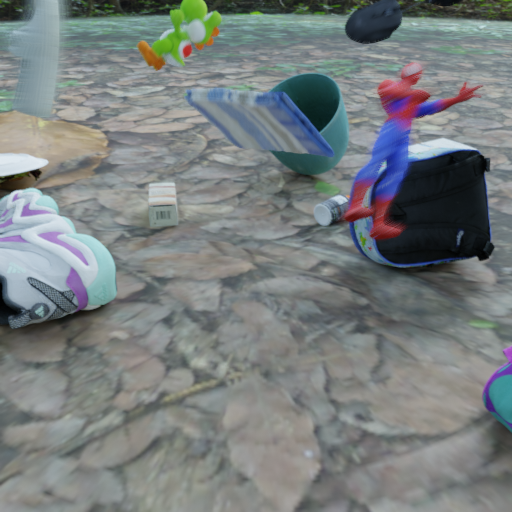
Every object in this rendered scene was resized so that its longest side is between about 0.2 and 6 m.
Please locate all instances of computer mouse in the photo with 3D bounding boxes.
[{"bbox_3d":[2.736,-4.528,10.242,2.280,0.668,0.388,-20,-3,11],"label":"computer mouse"}]

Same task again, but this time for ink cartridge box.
[{"bbox_3d":[4.007,-1.912,12.527,1.396,1.028,1.010,-18,34,-28],"label":"ink cartridge box"}]

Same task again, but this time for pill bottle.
[{"bbox_3d":[1.627,-0.956,11.386,0.893,0.474,0.474,-25,38,-37],"label":"pill bottle"}]

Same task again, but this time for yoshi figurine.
[{"bbox_3d":[-1.184,-3.429,8.482,1.311,0.734,0.737,-29,51,8],"label":"yoshi figurine"}]

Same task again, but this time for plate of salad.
[{"bbox_3d":[-6.177,-1.907,12.959,2.636,0.633,2.636,-2,19,1],"label":"plate of salad"}]

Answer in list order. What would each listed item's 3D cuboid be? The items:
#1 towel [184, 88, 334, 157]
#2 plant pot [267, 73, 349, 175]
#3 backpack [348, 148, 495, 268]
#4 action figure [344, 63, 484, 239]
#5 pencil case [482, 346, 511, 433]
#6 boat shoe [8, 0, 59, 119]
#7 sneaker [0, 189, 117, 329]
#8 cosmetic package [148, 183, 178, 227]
[{"bbox_3d":[0.011,-1.839,7.845,1.932,1.419,0.230,18,77,44],"label":"towel"},{"bbox_3d":[1.222,-2.917,13.241,2.123,1.704,2.123,-12,58,20],"label":"plant pot"},{"bbox_3d":[2.687,-0.791,9.656,2.179,1.994,1.602,-10,11,-15],"label":"backpack"},{"bbox_3d":[2.094,-1.612,7.399,1.310,0.864,2.648,-13,54,50],"label":"action figure"},{"bbox_3d":[3.380,1.881,5.763,0.904,0.981,2.123,-25,34,-13],"label":"pencil case"},{"bbox_3d":[-3.601,-3.266,9.023,0.730,2.049,0.715,3,23,-26],"label":"boat shoe"},{"bbox_3d":[-4.016,0.052,8.697,2.387,1.326,3.412,-24,37,-38],"label":"sneaker"},{"bbox_3d":[-1.928,-1.072,11.577,0.582,0.491,1.126,-5,29,-9],"label":"cosmetic package"}]
